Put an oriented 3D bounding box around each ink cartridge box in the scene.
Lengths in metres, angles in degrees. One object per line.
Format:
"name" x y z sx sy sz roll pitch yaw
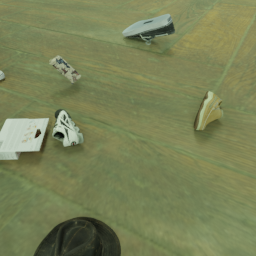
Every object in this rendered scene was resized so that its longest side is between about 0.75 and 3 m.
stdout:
"ink cartridge box" -2.855 0.261 7.594 1.229 0.308 1.416 -1 39 -2

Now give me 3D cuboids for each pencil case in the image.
"pencil case" -2.177 -2.019 9.662 0.496 1.109 0.432 -16 41 48

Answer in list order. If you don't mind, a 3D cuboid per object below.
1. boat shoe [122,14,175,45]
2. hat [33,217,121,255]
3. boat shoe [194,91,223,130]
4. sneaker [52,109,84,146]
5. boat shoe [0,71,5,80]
"boat shoe" 0.938 -4.438 12.918 2.758 0.942 1.018 -1 43 40
"hat" -0.939 2.154 4.939 1.716 0.692 1.716 1 39 -1
"boat shoe" 2.476 -0.494 8.305 0.720 0.678 1.891 24 43 11
"sneaker" -1.843 -0.024 7.748 0.657 0.550 1.485 -20 42 -27
"boat shoe" -5.388 -2.249 10.473 1.836 0.603 0.660 23 44 26
